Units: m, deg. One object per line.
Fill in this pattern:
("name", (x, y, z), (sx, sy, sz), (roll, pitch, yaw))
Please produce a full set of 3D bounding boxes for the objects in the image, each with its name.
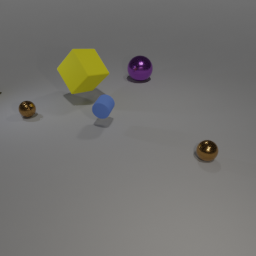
("ball", (0.663, -3.275, 15.432), (1.400, 1.400, 1.400), (0, 30, 0))
("cylinder", (-0.939, -0.823, 10.747), (0.700, 0.700, 0.700), (7, 36, 13))
("ball", (-4.234, -0.801, 11.779), (0.700, 0.700, 0.700), (0, 30, 0))
("ball", (2.586, 0.735, 9.136), (0.700, 0.700, 0.700), (0, 30, 0))
("cube", (-1.990, -2.531, 12.465), (1.400, 1.400, 1.400), (-22, 78, -52))
